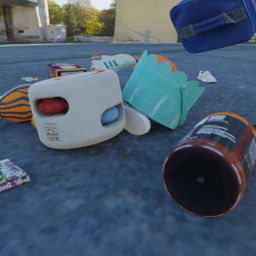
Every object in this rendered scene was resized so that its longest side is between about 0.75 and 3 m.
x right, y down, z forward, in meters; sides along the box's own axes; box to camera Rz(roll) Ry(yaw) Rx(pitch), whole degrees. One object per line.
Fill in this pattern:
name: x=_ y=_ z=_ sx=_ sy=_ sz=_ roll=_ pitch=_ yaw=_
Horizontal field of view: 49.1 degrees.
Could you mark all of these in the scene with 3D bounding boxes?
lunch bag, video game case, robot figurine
lunch bag: x=2.448 y=-3.042 z=7.463 sx=2.403 sy=1.632 sz=1.590 roll=-1 pitch=44 yaw=51
video game case: x=-2.465 y=0.922 z=5.237 sx=0.873 sy=0.172 sz=0.963 roll=-19 pitch=27 yaw=-41
robot figurine: x=1.192 y=-2.302 z=11.943 sx=1.948 sy=1.579 sz=2.708 roll=-7 pitch=20 yaw=-2

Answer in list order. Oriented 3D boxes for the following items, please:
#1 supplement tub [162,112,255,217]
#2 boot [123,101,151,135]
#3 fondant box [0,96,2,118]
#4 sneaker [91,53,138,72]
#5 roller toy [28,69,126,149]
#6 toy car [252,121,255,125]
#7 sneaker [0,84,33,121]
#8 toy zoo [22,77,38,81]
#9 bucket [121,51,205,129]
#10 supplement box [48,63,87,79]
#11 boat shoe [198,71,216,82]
supplement tub: x=1.605 y=0.449 z=4.992 sx=1.255 sy=1.255 sz=2.347 roll=12 pitch=23 yaw=29
boot: x=0.162 y=-0.415 z=7.988 sx=0.932 sy=0.750 sz=2.062 roll=-20 pitch=27 yaw=-31
fondant box: x=-4.276 y=-0.670 z=9.112 sx=1.628 sy=0.474 sz=1.175 roll=-16 pitch=25 yaw=-34
sneaker: x=-0.433 y=-1.776 z=8.265 sx=1.529 sy=0.715 sz=0.538 roll=7 pitch=-5 yaw=23
roller toy: x=-1.207 y=-0.438 z=6.806 sx=2.346 sy=1.640 sz=2.140 roll=-14 pitch=16 yaw=-13
toy car: x=4.565 y=-0.361 z=7.560 sx=1.762 sy=1.692 sz=2.145 roll=-9 pitch=-7 yaw=-35
sneaker: x=-2.273 y=-0.719 z=8.356 sx=2.829 sy=1.097 sz=1.585 roll=-18 pitch=25 yaw=-39
toy zoo: x=-5.204 y=-2.598 z=14.880 sx=0.559 sy=0.087 sz=0.852 roll=-19 pitch=27 yaw=-42
bucket: x=0.920 y=-1.016 z=7.740 sx=2.117 sy=1.378 sz=2.117 roll=31 pitch=12 yaw=-7
supplement box: x=-2.729 y=-2.259 z=12.571 sx=1.333 sy=1.051 sz=2.036 roll=-10 pitch=22 yaw=-25
boat shoe: x=4.060 y=-2.694 z=14.526 sx=0.520 sy=0.509 sz=1.469 roll=-6 pitch=21 yaw=-15
